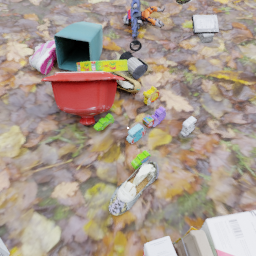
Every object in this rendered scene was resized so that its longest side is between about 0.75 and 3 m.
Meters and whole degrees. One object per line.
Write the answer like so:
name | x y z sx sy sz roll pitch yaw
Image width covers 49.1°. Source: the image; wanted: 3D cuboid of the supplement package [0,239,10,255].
supplement package | -4.681 2.374 6.492 2.621 2.741 2.016 39 61 25

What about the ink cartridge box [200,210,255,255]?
ink cartridge box | 3.170 3.039 7.137 2.162 0.895 1.584 -8 53 -6

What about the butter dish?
butter dish | -1.446 -1.019 9.833 2.498 1.847 2.491 1 8 7

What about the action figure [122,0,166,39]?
action figure | 0.718 -5.168 13.699 2.041 1.104 2.110 6 81 12

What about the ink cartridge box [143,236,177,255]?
ink cartridge box | 0.913 3.562 6.573 0.661 1.151 1.585 -14 53 -10

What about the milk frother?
milk frother | 0.330 -2.864 11.579 1.031 1.142 1.074 -27 57 -24

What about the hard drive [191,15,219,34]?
hard drive | 2.922 -3.922 10.599 0.979 0.185 0.684 -3 85 -11

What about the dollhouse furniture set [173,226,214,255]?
dollhouse furniture set | 2.127 3.700 6.466 1.056 1.367 2.735 -4 54 -17

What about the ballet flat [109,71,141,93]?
ballet flat | -0.394 -1.893 11.060 1.895 0.651 0.597 21 16 14

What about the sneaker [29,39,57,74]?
sneaker | -3.450 -3.335 12.071 1.002 0.924 2.270 21 55 13

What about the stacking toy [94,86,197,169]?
stacking toy | 0.636 -0.069 9.765 2.932 0.689 2.211 -34 58 -21

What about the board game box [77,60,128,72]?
board game box | -0.915 -2.240 10.222 1.676 0.399 0.851 -14 16 -40

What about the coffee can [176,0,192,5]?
coffee can | 1.706 -4.477 8.851 0.658 0.900 0.658 -11 63 22

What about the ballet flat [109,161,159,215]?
ballet flat | 0.177 1.679 8.328 0.742 0.742 2.062 36 60 24

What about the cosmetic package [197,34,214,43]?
cosmetic package | 3.636 -4.497 13.292 0.518 0.437 0.970 -13 56 -6

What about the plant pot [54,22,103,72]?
plant pot | -1.904 -3.620 11.977 1.514 1.515 2.143 13 46 10
